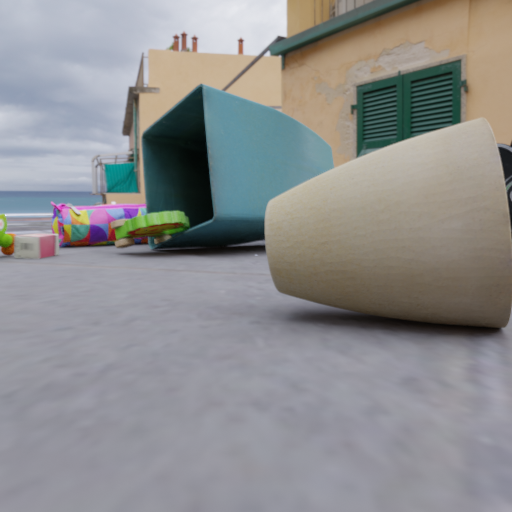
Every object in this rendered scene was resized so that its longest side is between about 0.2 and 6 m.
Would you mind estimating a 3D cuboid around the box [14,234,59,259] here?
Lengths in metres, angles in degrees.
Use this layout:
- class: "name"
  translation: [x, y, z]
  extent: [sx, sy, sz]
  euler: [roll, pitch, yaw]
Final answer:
- class: "box"
  translation: [-3.536, -0.161, 9.043]
  extent: [0.429, 0.365, 0.670]
  euler: [2, 6, 6]

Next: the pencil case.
- class: "pencil case"
  translation: [-3.085, -0.646, 11.434]
  extent: [2.127, 0.940, 0.940]
  euler: [-3, 6, -34]

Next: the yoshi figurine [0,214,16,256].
- class: "yoshi figurine"
  translation: [-4.201, -0.233, 8.567]
  extent: [0.742, 0.739, 1.320]
  euler: [-16, -4, -4]

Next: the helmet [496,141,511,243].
- class: "helmet"
  translation: [3.831, -0.876, 8.439]
  extent: [1.981, 1.981, 1.889]
  euler: [-2, -35, -23]

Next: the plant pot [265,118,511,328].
- class: "plant pot"
  translation: [0.916, -0.155, 4.190]
  extent: [1.583, 1.482, 1.482]
  euler: [-6, 4, 15]

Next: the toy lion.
- class: "toy lion"
  translation: [-1.679, -0.509, 9.512]
  extent: [1.358, 0.486, 1.417]
  euler: [-15, -5, 39]

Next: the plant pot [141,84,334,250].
- class: "plant pot"
  translation: [-0.140, -1.423, 10.593]
  extent: [3.251, 2.297, 2.296]
  euler: [1, -12, -37]
